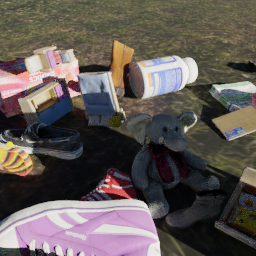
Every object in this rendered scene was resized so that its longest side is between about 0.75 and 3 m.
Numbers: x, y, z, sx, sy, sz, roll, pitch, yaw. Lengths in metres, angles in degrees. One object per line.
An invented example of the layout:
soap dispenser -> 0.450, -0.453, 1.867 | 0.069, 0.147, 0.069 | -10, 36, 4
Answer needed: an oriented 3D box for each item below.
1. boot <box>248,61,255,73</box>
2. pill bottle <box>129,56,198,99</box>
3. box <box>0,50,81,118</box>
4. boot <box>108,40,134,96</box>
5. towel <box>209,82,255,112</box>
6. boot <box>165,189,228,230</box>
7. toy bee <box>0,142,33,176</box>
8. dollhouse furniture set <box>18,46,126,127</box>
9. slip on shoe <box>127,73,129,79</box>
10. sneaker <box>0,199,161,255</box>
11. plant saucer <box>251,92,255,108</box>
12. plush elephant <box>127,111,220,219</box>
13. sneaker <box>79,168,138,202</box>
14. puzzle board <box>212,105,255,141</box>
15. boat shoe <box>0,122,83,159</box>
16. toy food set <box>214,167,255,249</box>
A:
boot -> 5.904, -2.756, 12.520 | 0.768, 0.373, 1.020 | 0, 28, 1
pill bottle -> 1.348, -1.953, 10.439 | 2.358, 1.322, 1.322 | -15, 36, -21
box -> -3.239, -1.626, 9.862 | 2.822, 1.448, 1.336 | -23, 40, -32
boot -> -0.567, -2.128, 9.764 | 1.725, 1.832, 0.627 | 7, 9, -39
towel -> 4.283, -0.943, 9.777 | 1.879, 0.387, 2.519 | -11, 35, -14
boot -> 1.348, 1.566, 5.636 | 1.232, 0.804, 0.417 | -8, 34, -11
toy bee -> -3.293, 0.580, 6.779 | 1.876, 1.020, 1.228 | 1, 14, -18
dollhouse furniture set -> -1.580, -0.971, 7.967 | 2.579, 2.435, 1.683 | 5, 33, 29
slip on shoe -> 0.763, -1.999, 11.319 | 1.588, 0.588, 0.486 | -5, 68, -18
sneaker -> -0.856, 2.115, 4.649 | 2.903, 1.052, 1.655 | -6, 37, -9
plant saucer -> 4.986, -0.818, 9.214 | 1.743, 0.442, 1.743 | 8, 36, -6
plush elephant -> 0.901, 0.490, 6.372 | 1.883, 1.770, 2.287 | -12, 36, -17
sneaker -> -0.638, 1.368, 5.866 | 1.621, 0.577, 0.912 | -5, 62, -19
puzzle board -> 3.435, -0.156, 8.552 | 1.376, 0.120, 1.037 | -20, 40, -2
boat shoe -> -2.425, 0.224, 7.622 | 2.437, 0.826, 0.874 | 10, 35, 14
toy food set -> 2.770, 1.647, 5.711 | 1.388, 0.585, 1.935 | 22, 39, 29
